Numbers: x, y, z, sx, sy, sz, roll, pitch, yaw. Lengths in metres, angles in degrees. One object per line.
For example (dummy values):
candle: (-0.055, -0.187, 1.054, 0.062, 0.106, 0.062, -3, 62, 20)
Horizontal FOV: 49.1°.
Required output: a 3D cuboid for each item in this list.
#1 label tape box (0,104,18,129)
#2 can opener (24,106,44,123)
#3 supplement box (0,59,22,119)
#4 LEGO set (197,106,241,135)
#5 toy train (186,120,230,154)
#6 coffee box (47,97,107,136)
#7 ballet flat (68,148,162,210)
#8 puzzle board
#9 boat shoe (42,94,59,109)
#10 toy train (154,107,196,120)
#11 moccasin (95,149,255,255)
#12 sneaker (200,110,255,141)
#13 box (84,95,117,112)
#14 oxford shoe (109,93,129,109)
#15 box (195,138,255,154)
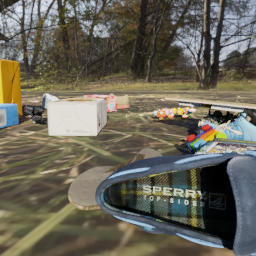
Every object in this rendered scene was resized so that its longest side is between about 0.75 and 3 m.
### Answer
label tape box: (-4.981, -0.369, 8.907, 2.321, 0.767, 1.663, -1, 8, 6)
can opener: (-3.101, -0.423, 9.459, 0.684, 0.552, 1.740, 6, 3, -28)
supplement box: (-5.428, -1.396, 10.460, 2.283, 2.252, 1.516, 1, 9, 3)
LEGO set: (3.033, -0.223, 7.694, 1.927, 0.841, 2.967, 8, 12, 42)
toy train: (1.599, 0.131, 5.078, 0.999, 0.423, 0.578, -35, 8, -6)
coffee box: (-1.429, -0.424, 8.578, 1.338, 0.945, 2.368, 0, 9, 2)
ballet flat: (-0.095, 0.699, 3.747, 0.581, 0.400, 1.724, 38, 33, 23)
puzzle board: (2.659, -0.544, 7.150, 2.133, 0.246, 2.831, 0, 9, -37)
boat shoe: (-4.035, -1.297, 14.991, 0.719, 0.792, 2.153, 10, 12, -33)
toy train: (1.835, -0.527, 10.945, 1.569, 0.436, 1.179, -2, 10, 9)
moccasin: (0.932, 0.677, 2.197, 2.620, 1.054, 0.893, -10, -8, 27)
sneaker: (2.428, 0.034, 5.986, 0.773, 0.887, 1.971, -7, 12, -36)
box: (-1.389, -1.236, 13.980, 1.635, 0.780, 0.815, 9, 13, 43)
oxford shoe: (-1.043, -1.491, 15.363, 2.233, 0.835, 0.787, 0, 9, 1)
box: (2.187, 0.671, 3.181, 2.863, 0.539, 1.955, 5, 11, 30)
